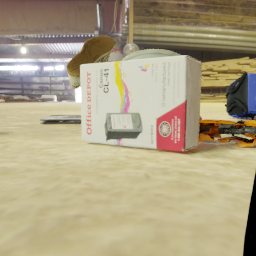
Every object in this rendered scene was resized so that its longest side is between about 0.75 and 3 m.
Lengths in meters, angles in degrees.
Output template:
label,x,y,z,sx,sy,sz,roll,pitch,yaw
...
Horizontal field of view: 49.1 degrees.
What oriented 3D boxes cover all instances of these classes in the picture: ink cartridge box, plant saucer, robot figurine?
label,x,y,z,sx,sy,sz,roll,pitch,yaw
ink cartridge box,0.223,-0.500,5.799,2.368,1.748,1.014,3,6,29
plant saucer,0.873,-1.663,9.555,2.560,0.643,2.560,3,-21,1
robot figurine,1.977,0.084,6.061,1.815,0.528,1.316,2,7,25

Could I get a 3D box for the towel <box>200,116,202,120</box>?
label,x,y,z,sx,sy,sz,roll,pitch,yaw
towel,1.462,-0.725,9.648,1.554,0.245,2.158,-3,27,-4

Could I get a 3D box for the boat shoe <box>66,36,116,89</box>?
label,x,y,z,sx,sy,sz,roll,pitch,yaw
boat shoe,-1.157,-2.148,8.838,0.841,0.719,2.295,29,53,13

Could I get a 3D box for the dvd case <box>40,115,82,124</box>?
label,x,y,z,sx,sy,sz,roll,pitch,yaw
dvd case,-2.403,-0.385,11.556,1.913,0.205,2.572,0,7,-6

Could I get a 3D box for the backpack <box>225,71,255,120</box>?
label,x,y,z,sx,sy,sz,roll,pitch,yaw
backpack,5.484,-1.257,12.533,1.909,1.849,2.275,8,-6,-7
